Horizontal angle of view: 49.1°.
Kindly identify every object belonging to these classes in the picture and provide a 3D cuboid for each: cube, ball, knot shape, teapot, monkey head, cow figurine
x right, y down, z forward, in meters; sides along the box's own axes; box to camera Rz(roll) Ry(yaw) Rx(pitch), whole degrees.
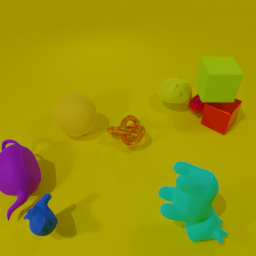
[{"bbox_3d":[2.782,-0.456,8.389,0.812,0.812,0.812,29,50,28],"label":"cube"},{"bbox_3d":[-1.507,-0.380,7.999,1.240,1.240,1.240,0,43,0],"label":"ball"},{"bbox_3d":[2.418,-1.319,7.581,0.903,0.903,0.903,0,42,-3],"label":"cube"},{"bbox_3d":[0.063,0.107,7.910,1.158,0.535,1.084,-17,35,-27],"label":"knot shape"},{"bbox_3d":[-2.656,1.094,6.533,0.979,1.243,2.000,-22,61,-1],"label":"teapot"},{"bbox_3d":[1.508,-1.249,8.859,1.096,0.863,1.763,6,17,6],"label":"teapot"},{"bbox_3d":[-1.675,1.776,5.675,0.636,1.056,0.760,36,78,9],"label":"monkey head"},{"bbox_3d":[1.446,1.533,5.616,1.639,1.665,0.914,17,30,-10],"label":"cow figurine"},{"bbox_3d":[2.301,-0.748,8.802,1.175,0.730,0.575,-16,67,-52],"label":"teapot"}]
